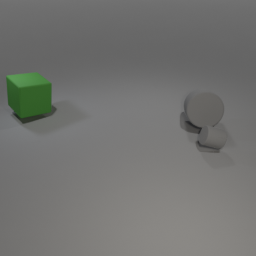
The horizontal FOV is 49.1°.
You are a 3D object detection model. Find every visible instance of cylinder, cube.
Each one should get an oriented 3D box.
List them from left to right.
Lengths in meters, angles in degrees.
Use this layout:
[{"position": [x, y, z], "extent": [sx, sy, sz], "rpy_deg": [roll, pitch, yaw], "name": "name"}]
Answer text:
[{"position": [-4.234, -1.441, 12.023], "extent": [1.400, 1.400, 1.400], "rpy_deg": [-17, 39, -38], "name": "cube"}, {"position": [2.996, -0.814, 11.227], "extent": [1.400, 1.400, 1.400], "rpy_deg": [3, 13, 6], "name": "cylinder"}, {"position": [2.948, 0.317, 9.735], "extent": [0.700, 0.700, 0.700], "rpy_deg": [14, 27, -9], "name": "cylinder"}]
